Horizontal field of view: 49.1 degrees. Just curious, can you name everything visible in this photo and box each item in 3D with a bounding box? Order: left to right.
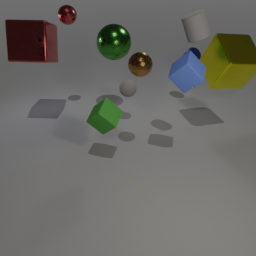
[{"bbox_3d":[-3.454,-3.119,10.241,1.400,1.400,1.400,2,13,3],"label":"cube"},{"bbox_3d":[-2.284,-4.258,10.549,0.700,0.700,0.700,0,29,0],"label":"ball"},{"bbox_3d":[-0.709,-0.356,8.540,0.700,0.700,0.700,-29,31,44],"label":"cube"},{"bbox_3d":[-0.564,-3.435,11.231,1.400,1.400,1.400,0,29,0],"label":"ball"},{"bbox_3d":[-0.001,-1.591,11.266,0.700,0.700,0.700,0,29,0],"label":"ball"},{"bbox_3d":[0.348,-1.799,7.948,0.700,0.700,0.700,0,29,0],"label":"ball"},{"bbox_3d":[1.658,-1.561,7.828,0.700,0.700,0.700,-31,27,41],"label":"cube"},{"bbox_3d":[2.873,-3.228,12.847,0.700,0.700,0.700,-9,-9,-16],"label":"cylinder"},{"bbox_3d":[1.943,-2.872,7.903,0.700,0.700,0.700,-20,25,10],"label":"cylinder"},{"bbox_3d":[3.642,-2.356,10.024,1.400,1.400,1.400,-4,62,-17],"label":"cube"}]
